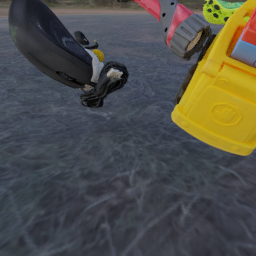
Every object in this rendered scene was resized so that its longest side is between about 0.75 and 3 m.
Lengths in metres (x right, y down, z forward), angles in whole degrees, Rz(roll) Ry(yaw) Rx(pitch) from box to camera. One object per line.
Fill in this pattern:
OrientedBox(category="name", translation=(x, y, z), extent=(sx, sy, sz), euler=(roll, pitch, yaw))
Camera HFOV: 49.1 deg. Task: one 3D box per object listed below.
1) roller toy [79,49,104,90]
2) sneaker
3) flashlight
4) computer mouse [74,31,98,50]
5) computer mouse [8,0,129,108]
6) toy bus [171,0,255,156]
OrientedBox(category="roller toy", translation=(-1.197, -1.585, 7.606), extent=(1.142, 1.042, 0.798), euler=(1, 1, 8))
OrientedBox(category="sneaker", translation=(3.144, -3.521, 8.634), extent=(0.805, 0.713, 1.926), euler=(-21, 43, -35))
OrientedBox(category="flashlight", translation=(0.488, -2.365, 5.587), extent=(2.458, 0.835, 0.832), euler=(44, 49, 19))
OrientedBox(category="computer mouse", translation=(-1.744, -3.627, 11.779), extent=(0.787, 1.121, 0.258), euler=(2, 65, 24))
OrientedBox(category="computer mouse", translation=(-1.408, -1.426, 5.601), extent=(0.717, 2.720, 1.884), euler=(-52, 12, -31))
OrientedBox(category="toy bus", translation=(2.091, -1.238, 4.804), extent=(1.765, 2.497, 2.601), euler=(26, 61, 11))
